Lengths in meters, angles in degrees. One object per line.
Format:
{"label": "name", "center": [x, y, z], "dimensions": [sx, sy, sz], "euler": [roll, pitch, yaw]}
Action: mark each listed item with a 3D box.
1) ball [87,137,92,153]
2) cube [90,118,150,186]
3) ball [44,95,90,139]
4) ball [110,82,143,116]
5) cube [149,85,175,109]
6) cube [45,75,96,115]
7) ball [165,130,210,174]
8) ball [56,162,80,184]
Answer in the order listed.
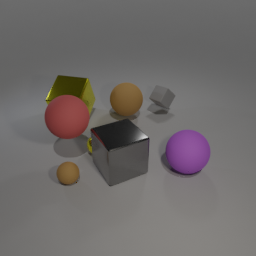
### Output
{"label": "ball", "center": [-1.091, 0.584, 9.824], "dimensions": [0.700, 0.700, 0.700], "euler": [0, 32, 0]}
{"label": "cube", "center": [-0.271, 0.735, 9.024], "dimensions": [1.400, 1.400, 1.400], "euler": [-16, 36, -24]}
{"label": "ball", "center": [-1.927, -0.346, 8.903], "dimensions": [1.400, 1.400, 1.400], "euler": [0, 32, 0]}
{"label": "ball", "center": [-0.066, -1.216, 11.825], "dimensions": [1.400, 1.400, 1.400], "euler": [0, 32, 0]}
{"label": "cube", "center": [1.491, -1.352, 12.176], "dimensions": [0.700, 0.700, 0.700], "euler": [26, -5, 45]}
{"label": "cube", "center": [-2.326, -1.169, 11.641], "dimensions": [1.400, 1.400, 1.400], "euler": [8, 59, 13]}
{"label": "ball", "center": [1.899, 0.750, 8.923], "dimensions": [1.400, 1.400, 1.400], "euler": [0, 32, 0]}
{"label": "ball", "center": [-1.851, 1.387, 8.650], "dimensions": [0.700, 0.700, 0.700], "euler": [0, 32, 0]}
